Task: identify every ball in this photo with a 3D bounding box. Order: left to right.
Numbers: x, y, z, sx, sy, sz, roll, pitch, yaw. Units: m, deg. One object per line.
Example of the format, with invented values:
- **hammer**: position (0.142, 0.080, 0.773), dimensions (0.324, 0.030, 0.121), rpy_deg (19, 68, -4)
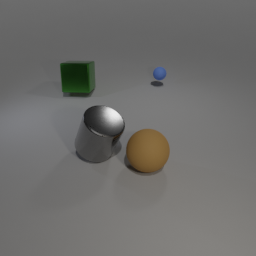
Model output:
- **ball**: position (0.636, 0.721, 8.994), dimensions (1.400, 1.400, 1.400), rpy_deg (0, 32, 0)
- **ball**: position (1.665, -2.856, 14.700), dimensions (0.700, 0.700, 0.700), rpy_deg (0, 32, 0)

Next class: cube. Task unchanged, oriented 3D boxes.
- **cube**: position (-2.466, -2.587, 14.004), dimensions (1.400, 1.400, 1.400), rpy_deg (1, 19, 5)

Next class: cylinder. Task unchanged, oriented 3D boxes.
- **cylinder**: position (-0.970, 0.202, 9.411), dimensions (1.400, 1.400, 1.400), rpy_deg (14, 45, -14)
